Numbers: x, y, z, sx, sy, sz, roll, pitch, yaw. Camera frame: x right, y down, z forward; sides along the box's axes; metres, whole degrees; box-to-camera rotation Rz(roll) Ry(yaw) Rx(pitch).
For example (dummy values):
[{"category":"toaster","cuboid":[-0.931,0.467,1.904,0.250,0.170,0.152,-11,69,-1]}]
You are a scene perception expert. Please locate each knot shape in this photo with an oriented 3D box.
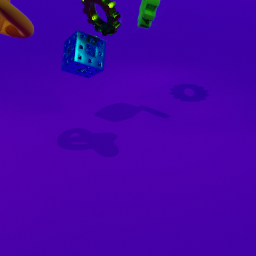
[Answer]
[{"category":"knot shape","cuboid":[-2.835,-2.481,5.920,1.901,2.032,0.939,27,42,24]}]

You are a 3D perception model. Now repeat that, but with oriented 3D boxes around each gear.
[{"category":"gear","cuboid":[0.753,-4.317,9.343,0.347,1.875,1.875,12,28,-9]},{"category":"gear","cuboid":[-0.768,-3.251,7.912,1.314,1.314,0.243,25,59,37]}]

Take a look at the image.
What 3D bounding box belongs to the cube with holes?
[{"category":"cube with holes","cuboid":[-1.378,-2.241,8.694,0.980,0.980,0.980,11,-12,-35]}]
